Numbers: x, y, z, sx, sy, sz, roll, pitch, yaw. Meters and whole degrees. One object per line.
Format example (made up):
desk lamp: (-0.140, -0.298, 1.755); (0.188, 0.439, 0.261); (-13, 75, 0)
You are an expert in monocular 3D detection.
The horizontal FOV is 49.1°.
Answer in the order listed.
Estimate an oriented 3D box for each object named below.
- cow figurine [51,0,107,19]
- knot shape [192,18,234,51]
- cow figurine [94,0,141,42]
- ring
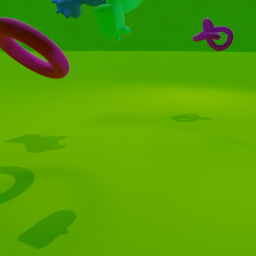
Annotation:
cow figurine: (-1.246, -3.798, 7.834); (1.624, 0.906, 1.651); (-23, -5, -27)
knot shape: (3.073, -3.482, 10.262); (1.409, 0.651, 1.319); (6, 53, -4)
cow figurine: (-0.115, -1.930, 4.391); (0.586, 1.050, 1.067); (11, 25, 26)
ring: (-1.877, -1.494, 5.439); (1.610, 0.322, 1.610); (24, -15, 7)
